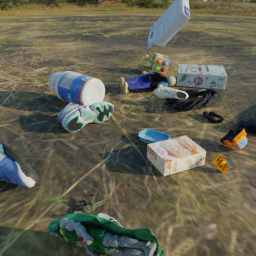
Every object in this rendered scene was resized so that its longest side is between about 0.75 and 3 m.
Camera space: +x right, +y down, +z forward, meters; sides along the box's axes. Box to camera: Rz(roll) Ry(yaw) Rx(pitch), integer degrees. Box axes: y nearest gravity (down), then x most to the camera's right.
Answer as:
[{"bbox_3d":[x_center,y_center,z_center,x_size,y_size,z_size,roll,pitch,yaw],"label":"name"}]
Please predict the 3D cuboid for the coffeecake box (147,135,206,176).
[{"bbox_3d":[1.399,0.781,8.257,1.366,0.499,1.048,-12,30,-21],"label":"coffeecake box"}]

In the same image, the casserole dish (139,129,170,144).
[{"bbox_3d":[0.881,0.343,9.393,1.122,0.218,0.680,17,32,27],"label":"casserole dish"}]

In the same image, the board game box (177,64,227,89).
[{"bbox_3d":[3.774,-2.716,14.590,2.380,0.765,1.756,6,28,9],"label":"board game box"}]

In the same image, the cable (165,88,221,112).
[{"bbox_3d":[2.616,-1.320,12.061,2.464,0.626,2.011,-22,32,-33],"label":"cable"}]

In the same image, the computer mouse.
[{"bbox_3d":[4.004,-0.301,10.365,2.645,0.450,0.775,19,34,33],"label":"computer mouse"}]

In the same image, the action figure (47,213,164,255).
[{"bbox_3d":[-0.567,2.106,5.295,2.322,1.372,0.635,4,40,26],"label":"action figure"}]

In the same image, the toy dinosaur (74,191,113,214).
[{"bbox_3d":[-0.895,1.792,6.649,1.028,0.244,0.453,-21,49,-34],"label":"toy dinosaur"}]

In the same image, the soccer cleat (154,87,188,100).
[{"bbox_3d":[1.841,-1.477,11.903,1.436,0.498,0.557,9,4,5],"label":"soccer cleat"}]

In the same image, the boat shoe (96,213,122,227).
[{"bbox_3d":[-0.366,2.084,5.987,0.355,0.324,0.986,-19,33,-31],"label":"boat shoe"}]

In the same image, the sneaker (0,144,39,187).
[{"bbox_3d":[-3.561,1.023,7.506,2.890,1.094,1.113,18,55,31],"label":"sneaker"}]

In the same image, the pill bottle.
[{"bbox_3d":[-2.277,-1.696,12.051,2.390,1.342,1.342,21,34,35],"label":"pill bottle"}]

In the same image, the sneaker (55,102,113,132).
[{"bbox_3d":[-1.737,-0.677,10.658,2.129,0.827,1.489,-20,35,-34],"label":"sneaker"}]

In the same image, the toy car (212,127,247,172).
[{"bbox_3d":[3.035,0.753,8.574,0.645,0.951,1.939,49,60,-1],"label":"toy car"}]

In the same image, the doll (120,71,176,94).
[{"bbox_3d":[1.057,-2.311,13.860,2.831,0.686,1.931,-8,35,-16],"label":"doll"}]

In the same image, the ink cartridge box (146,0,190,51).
[{"bbox_3d":[1.644,-4.282,11.582,0.434,2.137,2.133,33,42,-21],"label":"ink cartridge box"}]

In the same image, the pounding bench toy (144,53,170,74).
[{"bbox_3d":[1.608,-3.766,16.132,1.377,0.855,1.074,13,27,-7],"label":"pounding bench toy"}]

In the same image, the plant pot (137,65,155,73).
[{"bbox_3d":[1.101,-3.418,16.379,1.165,0.160,1.165,10,27,-5],"label":"plant pot"}]
